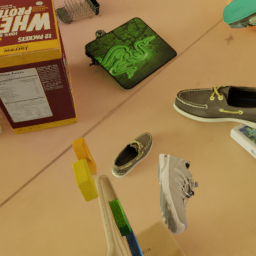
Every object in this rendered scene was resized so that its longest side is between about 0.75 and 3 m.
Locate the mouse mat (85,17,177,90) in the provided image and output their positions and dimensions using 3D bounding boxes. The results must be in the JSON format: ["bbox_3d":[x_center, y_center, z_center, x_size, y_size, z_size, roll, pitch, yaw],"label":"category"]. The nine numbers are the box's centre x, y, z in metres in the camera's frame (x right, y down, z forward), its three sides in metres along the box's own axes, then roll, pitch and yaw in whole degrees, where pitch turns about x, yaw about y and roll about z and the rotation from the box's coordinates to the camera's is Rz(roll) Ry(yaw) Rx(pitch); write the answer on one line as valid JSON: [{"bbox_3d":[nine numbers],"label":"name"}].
[{"bbox_3d":[0.148,-2.336,8.449,2.385,0.090,1.919,-40,79,-26],"label":"mouse mat"}]

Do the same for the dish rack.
[{"bbox_3d":[-1.827,-4.255,9.972,1.478,0.403,1.134,-22,56,-14],"label":"dish rack"}]

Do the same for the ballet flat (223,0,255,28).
[{"bbox_3d":[3.280,-2.788,6.040,0.999,0.999,2.692,-26,18,-17],"label":"ballet flat"}]

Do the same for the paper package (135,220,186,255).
[{"bbox_3d":[0.424,2.399,5.109,1.039,0.537,0.990,-27,59,-19],"label":"paper package"}]

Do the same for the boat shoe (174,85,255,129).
[{"bbox_3d":[2.491,-0.662,6.874,2.799,0.843,0.998,11,50,22],"label":"boat shoe"}]

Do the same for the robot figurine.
[{"bbox_3d":[4.623,-4.274,9.366,2.412,1.407,1.735,13,51,9],"label":"robot figurine"}]

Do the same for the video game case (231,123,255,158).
[{"bbox_3d":[4.379,0.307,6.366,2.901,0.333,2.643,-25,46,-13],"label":"video game case"}]

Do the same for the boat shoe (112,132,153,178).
[{"bbox_3d":[0.140,0.555,6.507,0.489,0.409,1.369,33,61,21],"label":"boat shoe"}]

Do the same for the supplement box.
[{"bbox_3d":[-2.331,-1.597,6.814,1.595,2.403,2.370,-11,55,-8],"label":"supplement box"}]

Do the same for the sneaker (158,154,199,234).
[{"bbox_3d":[0.760,0.859,4.084,0.591,0.539,1.441,0,35,3],"label":"sneaker"}]

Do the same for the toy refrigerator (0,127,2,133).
[{"bbox_3d":[-3.945,-0.653,7.167,0.692,0.750,1.977,-25,59,-17],"label":"toy refrigerator"}]

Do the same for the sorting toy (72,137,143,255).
[{"bbox_3d":[-0.079,1.064,2.868,0.254,1.897,1.413,-21,21,0],"label":"sorting toy"}]

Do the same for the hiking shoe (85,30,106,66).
[{"bbox_3d":[-0.974,-2.495,8.604,0.740,0.556,1.469,-7,55,-9],"label":"hiking shoe"}]
